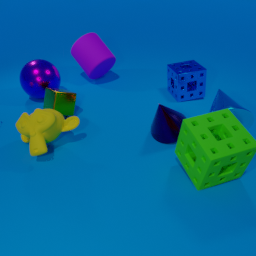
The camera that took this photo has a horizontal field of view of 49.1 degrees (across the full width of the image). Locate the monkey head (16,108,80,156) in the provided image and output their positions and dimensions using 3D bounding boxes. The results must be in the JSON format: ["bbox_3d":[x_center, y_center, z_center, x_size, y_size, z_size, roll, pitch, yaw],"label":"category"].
[{"bbox_3d":[-2.191,0.130,7.280,1.793,1.081,1.290,-15,74,12],"label":"monkey head"}]

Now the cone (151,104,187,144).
[{"bbox_3d":[0.981,-0.319,7.516,1.092,1.096,1.092,-12,54,17],"label":"cone"}]

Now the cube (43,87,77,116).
[{"bbox_3d":[-2.146,-0.827,8.805,0.728,0.728,0.728,0,16,-42],"label":"cube"}]

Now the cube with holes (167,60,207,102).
[{"bbox_3d":[2.093,-1.717,10.120,1.048,1.048,1.048,-12,33,-8],"label":"cube with holes"}]

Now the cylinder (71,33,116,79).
[{"bbox_3d":[-1.379,-2.862,11.198,1.318,1.318,1.318,-31,79,-40],"label":"cylinder"}]

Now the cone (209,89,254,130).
[{"bbox_3d":[2.677,-0.625,7.846,1.307,1.307,1.312,0,54,0],"label":"cone"}]

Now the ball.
[{"bbox_3d":[-3.092,-1.720,9.900,1.395,1.395,1.395,0,32,0],"label":"ball"}]

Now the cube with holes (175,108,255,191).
[{"bbox_3d":[1.900,0.472,6.250,1.155,1.155,1.155,-14,50,-15],"label":"cube with holes"}]
